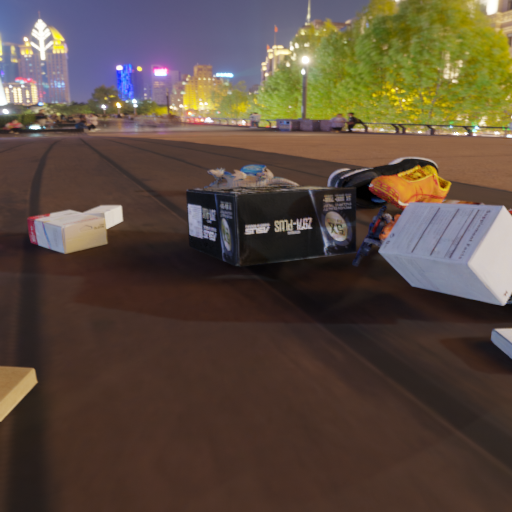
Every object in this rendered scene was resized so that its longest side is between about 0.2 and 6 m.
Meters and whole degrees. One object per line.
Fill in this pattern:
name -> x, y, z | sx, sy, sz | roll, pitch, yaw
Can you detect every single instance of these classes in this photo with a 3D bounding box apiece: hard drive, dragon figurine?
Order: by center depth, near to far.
hard drive -> 3.250, 0.962, 5.821 | 1.256, 0.168, 0.828 | -2, 17, -6
dragon figurine -> -0.078, -2.146, 15.982 | 2.832, 0.833, 1.408 | -3, 16, -6

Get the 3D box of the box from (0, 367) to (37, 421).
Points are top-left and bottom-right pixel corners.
box -> -2.878, 1.351, 4.327 | 1.583, 0.206, 1.936 | 1, 15, 3

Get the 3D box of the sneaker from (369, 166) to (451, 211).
sneaker -> 2.346, -1.092, 8.593 | 0.701, 0.741, 1.922 | 36, 23, 31

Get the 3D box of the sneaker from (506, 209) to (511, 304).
sneaker -> 3.417, 0.050, 7.649 | 1.143, 1.076, 2.792 | -10, 15, -7

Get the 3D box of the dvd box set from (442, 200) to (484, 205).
dvd box set -> 2.839, -0.462, 9.190 | 1.388, 0.279, 1.897 | -29, 5, 6

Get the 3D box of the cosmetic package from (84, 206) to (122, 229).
cosmetic package -> -3.281, -0.832, 12.026 | 0.521, 0.375, 0.924 | 0, 16, 7

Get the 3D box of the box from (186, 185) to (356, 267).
box -> 0.152, -0.605, 9.373 | 2.039, 1.072, 2.489 | -7, 10, -23

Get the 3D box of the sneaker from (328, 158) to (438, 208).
sneaker -> 3.521, -1.778, 14.471 | 3.040, 1.111, 1.700 | -10, 20, -6

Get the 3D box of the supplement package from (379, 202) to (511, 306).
supplement package -> 2.422, -0.070, 6.884 | 0.850, 0.853, 1.455 | 42, -14, -28

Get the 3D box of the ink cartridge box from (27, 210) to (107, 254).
ink cartridge box -> -3.499, -0.462, 10.389 | 1.247, 0.516, 0.909 | 14, 21, 40

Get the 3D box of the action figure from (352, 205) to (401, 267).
action figure -> 1.973, -0.228, 8.626 | 0.569, 1.088, 1.053 | 29, -3, -3
